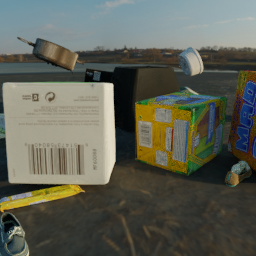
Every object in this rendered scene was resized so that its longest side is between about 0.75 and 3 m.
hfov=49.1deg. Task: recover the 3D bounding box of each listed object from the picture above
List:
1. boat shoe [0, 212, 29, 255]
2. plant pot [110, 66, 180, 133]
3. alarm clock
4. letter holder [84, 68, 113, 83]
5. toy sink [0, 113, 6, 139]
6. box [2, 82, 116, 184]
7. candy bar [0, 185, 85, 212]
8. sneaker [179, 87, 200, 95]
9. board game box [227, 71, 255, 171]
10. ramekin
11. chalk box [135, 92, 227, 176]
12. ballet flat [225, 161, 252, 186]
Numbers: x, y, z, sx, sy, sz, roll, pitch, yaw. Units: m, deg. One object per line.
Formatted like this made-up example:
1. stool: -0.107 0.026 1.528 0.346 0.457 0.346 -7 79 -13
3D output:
1. boat shoe: -1.777 1.639 4.255 0.381 0.323 1.047 -9 17 -30
2. plant pot: 0.619 -1.367 11.711 2.673 2.377 2.679 -7 15 -28
3. alarm clock: -3.075 -2.923 10.906 2.509 0.835 1.692 21 4 -34
4. letter holder: -1.146 -2.315 13.494 1.578 0.794 1.122 11 7 11
5. toy sink: -4.344 -0.172 10.306 0.870 0.747 1.334 12 19 39
6. box: -1.438 0.010 6.584 2.173 2.184 1.871 0 8 3
7. candy bar: -1.725 1.361 5.590 1.679 0.186 0.419 -8 13 -25
8. sneaker: 3.056 -1.903 16.437 1.267 0.946 2.822 1 17 -17
9. board game box: 4.159 -0.138 6.854 2.293 2.295 2.294 2 15 -8
10. ramekin: 2.621 -2.759 11.868 0.559 1.201 1.201 -28 19 -5
11. chalk box: 1.681 -0.049 7.952 1.705 1.714 2.754 12 20 38
12. ballet flat: 2.601 1.000 6.532 1.122 0.406 0.381 -13 20 -42
